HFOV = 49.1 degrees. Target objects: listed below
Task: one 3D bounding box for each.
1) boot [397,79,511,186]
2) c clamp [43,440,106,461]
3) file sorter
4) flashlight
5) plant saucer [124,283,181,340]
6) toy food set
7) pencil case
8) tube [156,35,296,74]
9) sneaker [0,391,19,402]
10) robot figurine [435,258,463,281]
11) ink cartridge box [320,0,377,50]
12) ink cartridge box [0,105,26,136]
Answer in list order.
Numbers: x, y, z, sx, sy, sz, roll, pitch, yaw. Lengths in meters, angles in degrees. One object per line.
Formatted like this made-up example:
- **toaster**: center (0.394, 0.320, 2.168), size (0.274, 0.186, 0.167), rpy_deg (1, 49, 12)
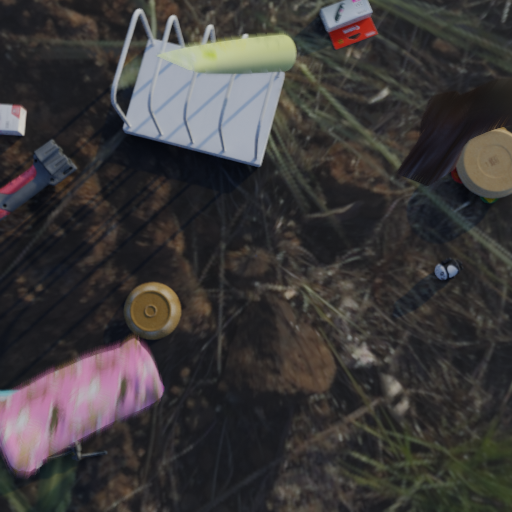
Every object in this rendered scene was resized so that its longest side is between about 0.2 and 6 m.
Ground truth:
- **boot**: center (3.391, -1.852, 8.990), size (1.928, 2.069, 0.664), rpy_deg (-2, 66, 2)
- **c clamp**: center (-3.806, 3.363, 10.952), size (1.365, 0.216, 1.597), rpy_deg (-14, 108, -7)
- **file sorter**: center (-1.096, -3.304, 10.989), size (2.966, 1.847, 2.058), rpy_deg (15, 85, 2)
- **flashlight**: center (-4.909, -1.416, 11.357), size (2.400, 0.813, 0.816), rpy_deg (-40, 56, -5)
- **plant saucer**: center (-2.129, 1.123, 11.399), size (1.173, 0.208, 1.173), rpy_deg (0, 85, 0)
- **toy food set**: center (4.829, -1.920, 11.592), size (1.526, 0.375, 1.541), rpy_deg (-42, 86, -4)
- **pencil case**: center (-2.662, 2.236, 8.586), size (2.491, 1.077, 1.031), rpy_deg (-25, 50, -26)
- **tube**: center (-0.367, -3.178, 8.952), size (2.328, 0.676, 0.604), rpy_deg (-20, 89, -36)
- **sneaker**: center (-4.580, 3.159, 11.046), size (1.447, 0.575, 0.945), rpy_deg (-1, 83, 9)
- **robot figurine**: center (3.924, 0.273, 11.408), size (0.547, 0.342, 0.411), rpy_deg (-22, 77, -2)
- **ink cartridge box**: center (1.989, -5.002, 11.954), size (1.010, 0.220, 0.877), rpy_deg (-21, 84, -2)
- **ink cartridge box**: center (-5.357, -2.844, 11.704), size (0.944, 0.319, 0.550), rpy_deg (4, 85, -1)
